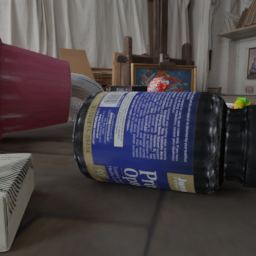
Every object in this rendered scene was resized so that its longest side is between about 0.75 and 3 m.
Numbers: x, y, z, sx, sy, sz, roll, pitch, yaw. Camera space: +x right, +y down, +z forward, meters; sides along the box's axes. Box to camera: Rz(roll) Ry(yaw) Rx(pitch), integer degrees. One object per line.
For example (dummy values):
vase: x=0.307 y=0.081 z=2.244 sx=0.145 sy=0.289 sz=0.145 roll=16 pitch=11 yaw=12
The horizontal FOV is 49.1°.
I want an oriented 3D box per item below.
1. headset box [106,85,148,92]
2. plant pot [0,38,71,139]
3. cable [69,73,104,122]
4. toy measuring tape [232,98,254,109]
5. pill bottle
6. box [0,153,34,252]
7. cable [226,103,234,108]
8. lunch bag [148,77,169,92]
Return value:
headset box: x=-0.024 y=-0.768 z=9.422 sx=0.688 sy=1.325 sz=1.781 roll=-5 pitch=11 yaw=-33
plant pot: x=-2.602 y=-0.918 z=6.865 sx=2.220 sy=2.480 sz=2.480 roll=1 pitch=8 yaw=-20
cable: x=-1.511 y=-0.853 z=8.644 sx=1.785 sy=1.785 sz=0.618 roll=17 pitch=53 yaw=2
toy measuring tape: x=4.214 y=-0.390 z=9.851 sx=0.837 sy=0.837 sz=2.275 roll=8 pitch=-11 yaw=42
pill bottle: x=0.544 y=0.155 z=3.528 sx=2.206 sy=1.234 sz=1.234 roll=3 pitch=9 yaw=21
box: x=-1.320 y=0.648 z=2.784 sx=0.586 sy=0.488 sz=1.426 roll=-2 pitch=9 yaw=-12
cable: x=4.038 y=-0.814 z=12.415 sx=1.550 sy=0.537 sz=1.551 roll=10 pitch=14 yaw=44
lunch bag: x=1.125 y=-1.482 z=11.860 sx=0.577 sy=1.409 sz=1.241 roll=32 pitch=-2 yaw=-16
